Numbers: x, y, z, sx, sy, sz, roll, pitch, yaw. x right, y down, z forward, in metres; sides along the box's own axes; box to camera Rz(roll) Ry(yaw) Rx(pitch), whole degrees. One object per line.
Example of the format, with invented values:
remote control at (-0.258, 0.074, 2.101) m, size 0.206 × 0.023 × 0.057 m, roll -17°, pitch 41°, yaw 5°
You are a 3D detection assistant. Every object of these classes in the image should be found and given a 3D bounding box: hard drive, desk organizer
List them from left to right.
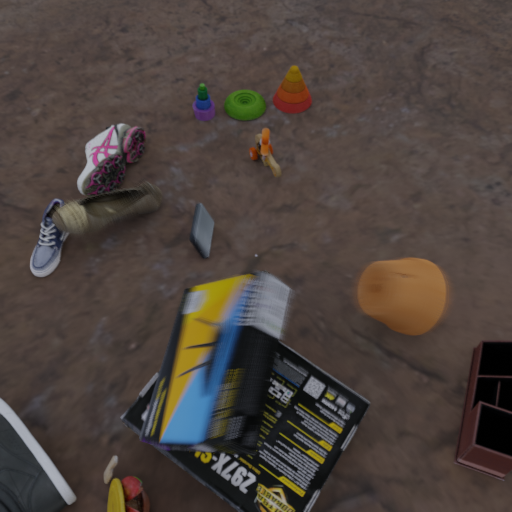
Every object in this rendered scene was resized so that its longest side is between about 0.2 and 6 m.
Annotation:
hard drive at (-1.098, -0.513, 11.376) m, size 0.154 × 0.653 × 0.935 m, roll -10°, pitch 50°, yaw 19°
desk organizer at (3.910, 2.351, 9.130) m, size 0.789 × 0.847 × 2.201 m, roll 17°, pitch 55°, yaw 12°

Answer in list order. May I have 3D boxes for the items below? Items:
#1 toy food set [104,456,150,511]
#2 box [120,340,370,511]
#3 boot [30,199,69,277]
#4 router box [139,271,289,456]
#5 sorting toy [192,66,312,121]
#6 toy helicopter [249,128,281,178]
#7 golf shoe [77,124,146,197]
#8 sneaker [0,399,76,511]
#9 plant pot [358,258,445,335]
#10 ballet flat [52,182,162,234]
toy food set at (-1.768, 3.791, 8.042) m, size 0.592 × 1.067 × 1.814 m, roll 4°, pitch 46°, yaw -24°
box at (-0.133, 2.490, 8.760) m, size 3.056 × 0.754 × 2.440 m, roll 32°, pitch 66°, yaw 13°
boot at (-4.188, -0.388, 11.248) m, size 0.569 × 0.707 × 1.565 m, roll 5°, pitch 54°, yaw 3°
router box at (-0.574, 1.506, 7.898) m, size 1.791 × 0.613 × 2.401 m, roll -16°, pitch 50°, yaw 41°
sorting toy at (-0.077, -4.084, 13.797) m, size 3.040 × 1.047 × 1.054 m, roll -10°, pitch 54°, yaw -8°
toy helicopter at (0.275, -2.279, 12.576) m, size 0.498 × 0.835 × 1.263 m, roll -19°, pitch 56°, yaw -13°
golf shoe at (-3.400, -2.122, 12.508) m, size 1.081 × 0.852 × 2.348 m, roll 12°, pitch 45°, yaw 14°
sneaker at (-3.948, 3.160, 8.508) m, size 1.212 × 0.864 × 2.444 m, roll -36°, pitch 65°, yaw -29°
plant pot at (2.434, 0.645, 9.768) m, size 0.963 × 1.376 × 1.376 m, roll 12°, pitch 48°, yaw -28°
ballet flat at (-2.933, -1.043, 11.338) m, size 2.446 × 0.567 × 0.824 m, roll -19°, pitch 60°, yaw -40°
